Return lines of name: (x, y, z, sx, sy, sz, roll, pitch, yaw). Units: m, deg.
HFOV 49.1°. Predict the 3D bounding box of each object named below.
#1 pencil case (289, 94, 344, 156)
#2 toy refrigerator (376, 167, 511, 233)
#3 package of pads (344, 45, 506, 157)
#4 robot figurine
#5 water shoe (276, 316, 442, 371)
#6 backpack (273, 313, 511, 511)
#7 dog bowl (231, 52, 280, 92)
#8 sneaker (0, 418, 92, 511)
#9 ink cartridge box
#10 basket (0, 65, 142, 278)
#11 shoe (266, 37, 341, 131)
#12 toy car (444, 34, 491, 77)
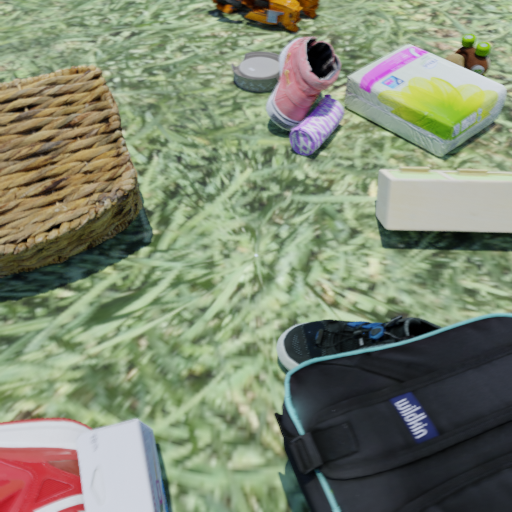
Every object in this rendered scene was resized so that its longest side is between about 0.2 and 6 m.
pencil case: (1.106, -2.369, 10.104, 0.570, 0.580, 1.358, 8, 45, 31)
toy refrigerator: (3.050, -0.855, 8.267, 2.367, 0.828, 0.899, 1, 18, 2)
package of pads: (3.167, -2.988, 10.549, 1.861, 0.822, 2.409, -33, 55, -26)
robot figurine: (0.082, -6.387, 13.850, 2.718, 0.791, 1.970, 24, 51, 21)
water shoe: (1.498, 1.007, 6.565, 2.502, 0.987, 0.894, 6, 46, 6)
backpack: (1.867, 1.908, 4.851, 2.832, 2.171, 2.489, -21, 47, -8)
dog bowl: (0.076, -3.828, 11.683, 1.197, 0.351, 1.197, -1, 46, 1)
sneaker: (-2.971, 2.472, 5.083, 2.930, 1.148, 1.693, -7, 45, -5)
ink cartridge box: (-1.185, 2.070, 5.131, 0.553, 1.307, 0.945, -13, 71, -8)
basket: (-3.531, -0.892, 8.346, 3.443, 2.565, 2.458, -18, 81, -17)
shoe: (1.054, -3.632, 10.636, 1.002, 1.275, 2.804, 32, 47, -15)
toy car: (4.116, -3.844, 11.416, 1.044, 0.858, 0.824, -27, 51, -11)
